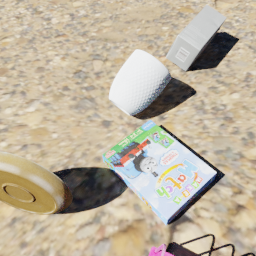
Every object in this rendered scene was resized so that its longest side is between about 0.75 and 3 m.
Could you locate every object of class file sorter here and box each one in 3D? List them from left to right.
[{"bbox_3d":[1.174,2.966,4.485,2.039,1.279,1.417,22,62,7],"label":"file sorter"}]

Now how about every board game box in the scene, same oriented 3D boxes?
[{"bbox_3d":[0.733,0.964,6.940,1.713,0.414,2.265,-36,59,-23],"label":"board game box"}]

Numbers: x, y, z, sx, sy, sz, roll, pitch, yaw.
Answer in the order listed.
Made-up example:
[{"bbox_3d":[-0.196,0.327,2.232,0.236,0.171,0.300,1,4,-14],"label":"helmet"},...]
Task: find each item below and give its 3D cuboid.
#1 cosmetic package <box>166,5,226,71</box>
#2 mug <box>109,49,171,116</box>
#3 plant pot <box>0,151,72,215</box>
[{"bbox_3d":[2.387,-3.144,9.737,0.987,1.169,2.189,35,59,4],"label":"cosmetic package"},{"bbox_3d":[0.143,-1.262,8.166,1.568,1.320,1.788,-52,33,-2],"label":"mug"},{"bbox_3d":[-2.161,1.230,5.668,2.092,2.092,0.287,10,49,9],"label":"plant pot"}]
